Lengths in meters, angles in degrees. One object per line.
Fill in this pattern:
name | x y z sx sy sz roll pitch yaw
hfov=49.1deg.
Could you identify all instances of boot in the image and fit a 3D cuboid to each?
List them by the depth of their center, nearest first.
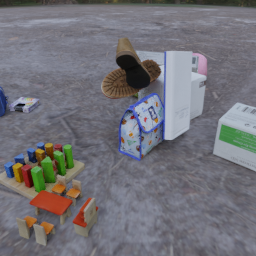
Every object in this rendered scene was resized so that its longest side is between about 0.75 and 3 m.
boot | 0.186 -1.864 8.301 0.759 2.062 0.778 -12 65 14
boot | -0.070 -1.484 9.981 2.712 1.017 1.454 -28 -4 -42

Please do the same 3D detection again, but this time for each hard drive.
hard drive | 1.673 -1.137 9.345 0.346 2.725 1.798 7 16 30

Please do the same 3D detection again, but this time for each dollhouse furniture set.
dollhouse furniture set | -1.582 1.909 6.799 1.659 0.864 1.677 12 33 20

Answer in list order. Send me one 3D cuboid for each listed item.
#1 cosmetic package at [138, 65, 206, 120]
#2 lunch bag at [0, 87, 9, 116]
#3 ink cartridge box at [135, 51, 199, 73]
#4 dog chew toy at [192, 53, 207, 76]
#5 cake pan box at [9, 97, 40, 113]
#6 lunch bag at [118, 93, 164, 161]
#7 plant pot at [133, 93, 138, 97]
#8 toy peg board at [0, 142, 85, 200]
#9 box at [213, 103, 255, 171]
cosmetic package | 1.756 -1.394 11.529 1.758 1.759 2.132 -24 37 -33
lunch bag | -5.866 -1.131 11.733 1.630 1.107 1.078 -8 31 -14
ink cartridge box | 1.904 -2.790 13.569 2.888 0.629 2.506 8 -10 13
dog chew toy | 2.946 -3.148 14.955 2.451 1.526 1.526 -1 29 18
cake pan box | -4.572 -1.015 12.381 0.964 0.274 1.046 6 31 14
lunch bag | 0.508 -0.099 9.279 1.126 1.818 1.546 19 35 30
plant pot | 0.343 -1.916 13.415 0.991 0.991 0.941 -25 52 -36
toy peg board | -2.587 1.028 8.265 1.846 0.907 1.854 17 34 27
box | 3.899 0.247 9.101 1.614 1.389 1.622 23 39 33
